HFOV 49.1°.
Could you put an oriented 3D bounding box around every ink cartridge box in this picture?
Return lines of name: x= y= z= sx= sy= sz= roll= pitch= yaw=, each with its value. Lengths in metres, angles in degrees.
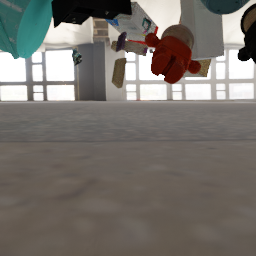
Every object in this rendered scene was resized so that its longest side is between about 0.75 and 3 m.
ink cartridge box: x=0.279 y=-3.737 z=10.310 sx=1.205 sy=0.697 sz=2.074 roll=18 pitch=-3 yaw=35

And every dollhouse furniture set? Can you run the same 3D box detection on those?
dollhouse furniture set: x=0.077 y=-2.231 z=10.056 sx=1.299 sy=1.830 sz=1.450 roll=10 pitch=0 yaw=-21

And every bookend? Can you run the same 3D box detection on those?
bookend: x=-0.992 y=-3.136 z=7.327 sx=1.564 sy=0.725 sz=1.573 roll=-5 pitch=1 yaw=-33

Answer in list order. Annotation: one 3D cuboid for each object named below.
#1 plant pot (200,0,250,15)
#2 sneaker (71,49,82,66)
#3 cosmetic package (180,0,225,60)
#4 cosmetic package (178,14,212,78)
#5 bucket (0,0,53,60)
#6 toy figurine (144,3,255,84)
plant pot: x=2.213 y=-3.254 z=6.243 sx=1.691 sy=1.139 sz=1.691 roll=11 pitch=-12 yaw=2
sneaker: x=-1.944 y=-2.644 z=10.453 sx=0.352 sy=0.391 sz=0.907 roll=-35 pitch=-2 yaw=-20
cosmetic package: x=2.262 y=-3.186 z=8.580 sx=1.076 sy=2.117 sz=0.784 roll=-8 pitch=10 yaw=-20
cosmetic package: x=2.528 y=-3.284 z=10.622 sx=0.943 sy=2.652 sz=1.395 roll=12 pitch=3 yaw=-35
bucket: x=-3.093 y=-3.024 z=7.404 sx=1.505 sy=2.313 sz=2.313 roll=25 pitch=6 yaw=-2
toy figurine: x=1.604 y=-2.582 z=5.525 sx=2.969 sy=2.923 sz=2.065 roll=-8 pitch=33 yaw=24
